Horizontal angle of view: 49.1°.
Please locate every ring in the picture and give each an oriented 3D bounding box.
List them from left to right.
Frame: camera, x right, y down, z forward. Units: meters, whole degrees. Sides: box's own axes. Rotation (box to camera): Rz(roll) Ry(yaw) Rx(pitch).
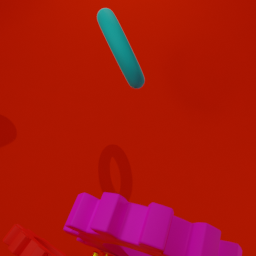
[{"bbox_3d":[-0.110,-1.335,4.791,0.288,1.440,1.440,-26,69,6],"label":"ring"}]

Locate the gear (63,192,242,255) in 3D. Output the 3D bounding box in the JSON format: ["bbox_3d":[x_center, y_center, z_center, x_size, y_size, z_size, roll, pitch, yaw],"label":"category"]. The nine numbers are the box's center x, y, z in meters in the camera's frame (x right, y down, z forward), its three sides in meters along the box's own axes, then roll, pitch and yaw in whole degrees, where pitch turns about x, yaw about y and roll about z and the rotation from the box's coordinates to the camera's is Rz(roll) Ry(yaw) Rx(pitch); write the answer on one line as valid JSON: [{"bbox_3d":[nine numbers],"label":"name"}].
[{"bbox_3d":[0.255,1.421,3.420,2.062,2.062,0.381,17,60,7],"label":"gear"}]

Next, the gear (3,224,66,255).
[{"bbox_3d":[-1.189,1.940,4.165,1.387,1.387,0.257,31,68,12],"label":"gear"}]

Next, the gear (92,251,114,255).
[{"bbox_3d":[0.380,2.131,3.601,1.892,1.892,0.350,18,60,8],"label":"gear"}]
